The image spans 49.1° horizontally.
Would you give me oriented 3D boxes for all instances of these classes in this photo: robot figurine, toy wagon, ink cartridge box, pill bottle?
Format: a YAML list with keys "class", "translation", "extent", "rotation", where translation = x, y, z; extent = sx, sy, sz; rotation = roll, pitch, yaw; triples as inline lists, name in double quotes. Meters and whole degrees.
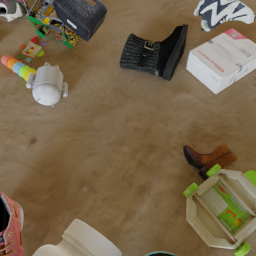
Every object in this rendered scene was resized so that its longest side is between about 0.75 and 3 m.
- class: "robot figurine"
  translation: [-2.431, -1.303, 8.549]
  extent: [1.237, 0.824, 1.459]
  rotation: [12, 56, -20]
- class: "toy wagon"
  translation: [2.546, 1.762, 6.737]
  extent: [2.358, 0.467, 1.830]
  rotation: [-34, 72, -19]
- class: "ink cartridge box"
  translation: [3.123, -2.216, 9.120]
  extent: [1.992, 0.825, 1.459]
  rotation: [-32, 63, -18]
- class: "pill bottle"
  translation: [-1.455, 3.277, 5.153]
  extent: [1.670, 1.670, 2.976]
  rotation: [29, 62, 17]

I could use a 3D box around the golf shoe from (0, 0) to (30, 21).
- class: "golf shoe"
  translation: [-4.933, -4.999, 10.883]
  extent: [2.335, 0.901, 1.028]
  rotation: [36, 73, 21]

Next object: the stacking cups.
- class: "stacking cups"
  translation: [-3.537, -1.908, 9.203]
  extent: [1.615, 0.489, 0.489]
  rotation: [29, 62, 22]

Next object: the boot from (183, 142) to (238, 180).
- class: "boot"
  translation: [2.209, 0.676, 7.556]
  extent: [1.172, 0.401, 1.104]
  rotation: [-30, 62, -19]

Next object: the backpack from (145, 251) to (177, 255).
- class: "backpack"
  translation: [0.603, 3.413, 5.108]
  extent: [1.820, 1.587, 2.071]
  rotation: [21, 68, 13]

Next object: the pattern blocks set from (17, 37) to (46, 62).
- class: "pattern blocks set"
  translation: [-3.383, -2.760, 9.905]
  extent: [0.948, 0.087, 1.079]
  rotation: [33, 63, 19]

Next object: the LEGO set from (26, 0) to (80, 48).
- class: "LEGO set"
  translation: [-2.446, -3.769, 9.740]
  extent: [1.923, 1.479, 1.114]
  rotation: [22, 77, 22]

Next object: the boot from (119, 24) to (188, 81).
- class: "boot"
  translation: [0.920, -2.779, 9.417]
  extent: [1.835, 0.923, 2.454]
  rotation: [20, 60, 12]

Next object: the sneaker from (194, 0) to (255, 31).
- class: "sneaker"
  translation: [2.462, -2.928, 7.391]
  extent: [1.646, 1.071, 0.657]
  rotation: [18, 32, -29]

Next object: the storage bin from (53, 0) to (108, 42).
- class: "storage bin"
  translation: [-0.928, -2.229, 5.454]
  extent: [0.816, 1.207, 0.566]
  rotation: [38, 90, -13]

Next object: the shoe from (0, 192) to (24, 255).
- class: "shoe"
  translation: [-2.681, 2.588, 5.932]
  extent: [0.852, 1.084, 2.384]
  rotation: [-11, 58, -7]
